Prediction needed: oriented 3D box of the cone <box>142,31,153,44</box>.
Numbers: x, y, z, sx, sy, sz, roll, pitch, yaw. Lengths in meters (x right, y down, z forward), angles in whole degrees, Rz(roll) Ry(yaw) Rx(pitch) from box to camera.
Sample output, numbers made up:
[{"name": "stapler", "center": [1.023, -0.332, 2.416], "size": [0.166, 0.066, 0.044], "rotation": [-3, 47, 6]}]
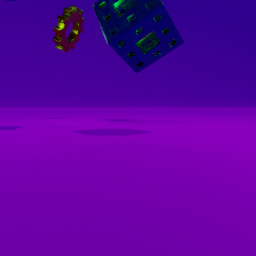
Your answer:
[{"name": "cone", "center": [0.198, -3.372, 9.940], "size": [1.683, 1.676, 1.676], "rotation": [50, 29, 21]}]

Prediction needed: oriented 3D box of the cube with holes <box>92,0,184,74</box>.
[{"name": "cube with holes", "center": [0.189, -1.869, 5.030], "size": [1.041, 1.041, 1.041], "rotation": [-30, -30, 17]}]

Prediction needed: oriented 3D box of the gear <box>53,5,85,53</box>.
[{"name": "gear", "center": [-2.307, -3.877, 11.023], "size": [0.324, 1.751, 1.751], "rotation": [26, 10, 10]}]
